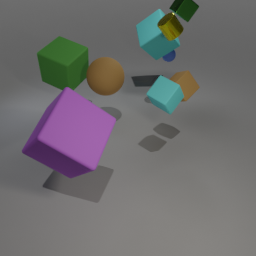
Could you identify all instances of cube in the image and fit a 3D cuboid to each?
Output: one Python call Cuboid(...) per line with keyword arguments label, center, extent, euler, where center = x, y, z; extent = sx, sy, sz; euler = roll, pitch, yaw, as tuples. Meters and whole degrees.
Cuboid(label="cube", center=(1.079, -0.943, 8.055), extent=(0.700, 0.700, 0.700), euler=(35, 85, 30))
Cuboid(label="cube", center=(1.411, -4.372, 13.241), extent=(1.400, 1.400, 1.400), euler=(-26, 58, 31))
Cuboid(label="cube", center=(2.166, -4.657, 10.820), extent=(0.700, 0.700, 0.700), euler=(24, 25, -30))
Cuboid(label="cube", center=(-2.502, -2.494, 11.045), extent=(1.400, 1.400, 1.400), euler=(25, 52, 14))
Cuboid(label="cube", center=(-1.382, 0.179, 6.577), extent=(1.400, 1.400, 1.400), euler=(33, 59, -20))
Cuboid(label="cube", center=(1.703, -1.328, 8.973), extent=(0.700, 0.700, 0.700), euler=(-44, 19, -14))

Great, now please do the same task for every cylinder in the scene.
Cuboid(label="cylinder", center=(1.515, -3.615, 10.003), extent=(0.700, 0.700, 0.700), euler=(-31, 34, 24))

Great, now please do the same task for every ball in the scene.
Cuboid(label="ball", center=(2.057, -3.691, 14.121), extent=(0.700, 0.700, 0.700), euler=(0, 31, 0))
Cuboid(label="ball", center=(-0.828, -1.895, 10.320), extent=(1.400, 1.400, 1.400), euler=(0, 31, 0))
